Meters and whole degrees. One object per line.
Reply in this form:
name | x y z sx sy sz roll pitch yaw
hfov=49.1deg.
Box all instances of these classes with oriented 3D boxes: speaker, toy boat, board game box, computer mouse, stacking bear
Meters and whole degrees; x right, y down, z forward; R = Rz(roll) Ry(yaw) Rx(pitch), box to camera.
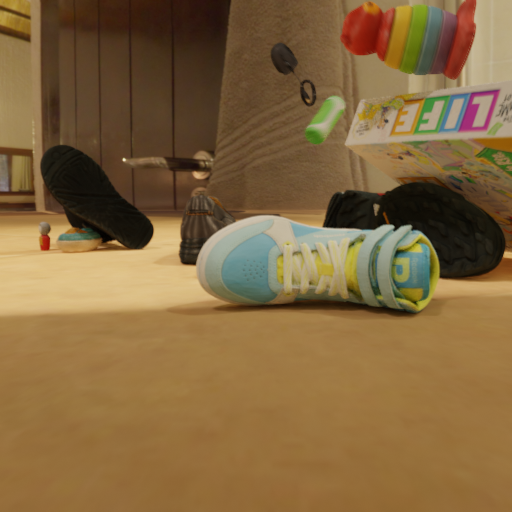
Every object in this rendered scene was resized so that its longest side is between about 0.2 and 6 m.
speaker | 1.540 -3.027 12.481 0.513 1.161 0.513 26 -26 14
toy boat | -3.987 -0.394 11.771 1.305 0.606 1.097 2 7 11
board game box | 3.916 -1.018 8.328 4.494 0.769 3.021 25 -8 -36
computer mouse | 0.819 -4.056 12.462 0.505 1.724 0.293 -37 -16 19
stacking bear | 1.901 -2.850 7.254 1.590 0.965 0.904 12 -35 7

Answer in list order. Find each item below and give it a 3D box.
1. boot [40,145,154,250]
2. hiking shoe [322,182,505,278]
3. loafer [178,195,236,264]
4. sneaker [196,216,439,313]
boot | -3.830 -1.190 12.340 2.429 1.104 2.891 8 -29 51
hiking shoe | 2.633 -0.452 8.995 1.565 1.343 3.611 9 8 -29
loafer | -0.789 -0.563 10.696 1.166 1.158 3.204 -1 5 -2
sneaker | 0.757 0.082 5.548 2.444 0.972 1.595 -4 6 -28
